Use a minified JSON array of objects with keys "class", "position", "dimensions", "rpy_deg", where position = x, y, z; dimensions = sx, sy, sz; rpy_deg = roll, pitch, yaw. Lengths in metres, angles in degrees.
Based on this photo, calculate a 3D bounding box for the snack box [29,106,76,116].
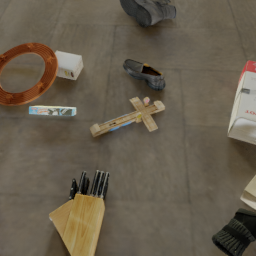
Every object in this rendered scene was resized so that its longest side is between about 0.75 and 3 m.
[{"class":"snack box","position":[-2.433,-0.568,9.170],"dimensions":[1.372,0.797,0.255],"rpy_deg":[2,96,-3]}]

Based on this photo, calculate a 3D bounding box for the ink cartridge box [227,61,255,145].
[{"class":"ink cartridge box","position":[4.527,-0.739,9.122],"dimensions":[1.977,1.116,2.693],"rpy_deg":[18,56,13]}]

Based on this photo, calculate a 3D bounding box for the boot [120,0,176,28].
[{"class":"boot","position":[0.861,-5.725,12.935],"dimensions":[1.793,0.951,2.724],"rpy_deg":[-25,69,-21]}]

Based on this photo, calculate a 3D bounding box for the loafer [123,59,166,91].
[{"class":"loafer","position":[0.609,-2.147,10.393],"dimensions":[1.923,0.695,0.700],"rpy_deg":[32,62,22]}]

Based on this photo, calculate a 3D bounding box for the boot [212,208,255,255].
[{"class":"boot","position":[2.893,2.579,6.559],"dimensions":[1.200,1.605,0.604],"rpy_deg":[-34,102,-26]}]

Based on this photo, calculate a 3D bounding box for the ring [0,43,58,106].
[{"class":"ring","position":[-3.899,-2.070,10.203],"dimensions":[2.791,0.268,2.791],"rpy_deg":[-5,63,10]}]

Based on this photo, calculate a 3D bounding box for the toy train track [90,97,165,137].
[{"class":"toy train track","position":[0.011,-0.403,9.320],"dimensions":[2.676,0.435,1.535],"rpy_deg":[-22,57,-14]}]

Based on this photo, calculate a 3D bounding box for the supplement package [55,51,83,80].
[{"class":"supplement package","position":[-2.352,-2.384,10.639],"dimensions":[1.031,0.572,0.803],"rpy_deg":[13,55,10]}]

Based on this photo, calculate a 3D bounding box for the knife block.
[{"class":"knife block","position":[-0.917,2.230,7.260],"dimensions":[1.906,0.695,2.171],"rpy_deg":[-30,59,-18]}]

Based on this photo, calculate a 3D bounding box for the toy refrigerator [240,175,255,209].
[{"class":"toy refrigerator","position":[3.974,1.482,7.872],"dimensions":[0.676,0.623,1.781],"rpy_deg":[35,61,30]}]
